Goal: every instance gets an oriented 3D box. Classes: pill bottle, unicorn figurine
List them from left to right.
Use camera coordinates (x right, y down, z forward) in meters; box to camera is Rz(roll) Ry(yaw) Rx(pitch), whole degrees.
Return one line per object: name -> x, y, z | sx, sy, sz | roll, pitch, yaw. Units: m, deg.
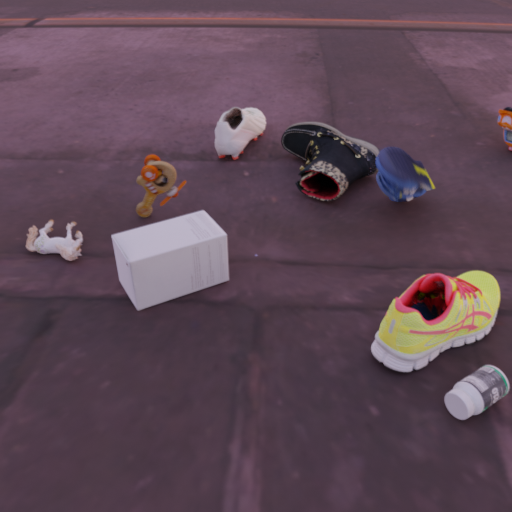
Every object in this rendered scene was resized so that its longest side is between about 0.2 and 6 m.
unicorn figurine -> -3.224, -0.227, 9.258 | 1.215, 0.449, 0.835 | -9, 44, 12
pill bottle -> 2.586, 1.611, 6.585 | 0.719, 0.406, 0.406 | -22, 40, -27

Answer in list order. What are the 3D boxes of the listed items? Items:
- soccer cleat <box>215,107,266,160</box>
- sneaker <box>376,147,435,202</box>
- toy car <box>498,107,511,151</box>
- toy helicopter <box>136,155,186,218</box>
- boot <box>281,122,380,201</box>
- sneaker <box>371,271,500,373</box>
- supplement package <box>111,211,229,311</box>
soccer cleat -> -0.325, -3.017, 12.722 | 0.820, 0.918, 2.368 | 7, 35, 15
sneaker -> 2.514, -1.347, 9.958 | 1.981, 0.815, 0.732 | 11, 57, -55
toy car -> 6.360, -2.366, 11.814 | 1.306, 0.886, 2.663 | 2, 25, -39
toy helicopter -> -1.769, -1.143, 9.951 | 0.798, 1.207, 0.476 | 22, 35, -17
boot -> 1.175, -1.941, 11.249 | 2.304, 0.832, 1.740 | 24, 41, 27
sneaker -> 2.534, 0.631, 7.422 | 2.338, 1.056, 0.914 | -25, 41, -34
supplement package -> -1.272, 0.037, 8.420 | 1.503, 0.879, 0.882 | -17, 38, -24
